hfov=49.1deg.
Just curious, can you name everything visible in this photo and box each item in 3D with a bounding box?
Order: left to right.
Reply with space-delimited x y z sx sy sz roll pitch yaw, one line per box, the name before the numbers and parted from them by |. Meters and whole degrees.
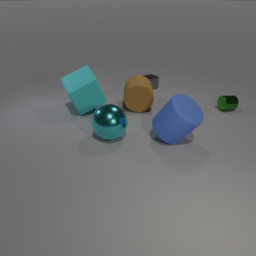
cube | -2.023 -1.737 12.863 1.400 1.400 1.400 -29 46 -5
ball | -0.707 -0.230 10.818 1.400 1.400 1.400 0 28 0
cylinder | 0.500 -1.655 13.457 1.400 1.400 1.400 1 28 1
cube | 1.275 -2.628 16.032 0.700 0.700 0.700 -20 34 -32
cylinder | 1.842 -0.323 10.494 1.400 1.400 1.400 19 47 -22
cylinder | 4.734 -1.197 13.293 0.700 0.700 0.700 -3 28 -18
